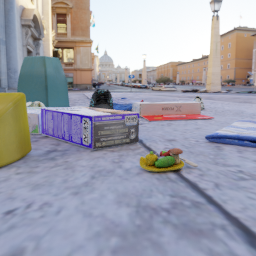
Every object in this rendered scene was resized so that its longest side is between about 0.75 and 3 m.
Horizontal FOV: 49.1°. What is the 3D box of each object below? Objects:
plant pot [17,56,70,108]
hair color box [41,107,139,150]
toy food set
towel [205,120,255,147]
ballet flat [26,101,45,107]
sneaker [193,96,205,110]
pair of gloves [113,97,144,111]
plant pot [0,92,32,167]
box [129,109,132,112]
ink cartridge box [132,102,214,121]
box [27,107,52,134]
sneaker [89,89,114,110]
[{"bbox_3d":[-4.179,-2.116,13.737,1.883,2.666,1.884,3,10,21],"label":"plant pot"},{"bbox_3d":[-1.009,-0.095,6.857,1.319,0.782,2.414,-6,12,-42],"label":"hair color box"},{"bbox_3d":[0.624,0.454,4.502,0.896,0.293,0.527,-4,15,-20],"label":"toy food set"},{"bbox_3d":[3.313,0.101,7.065,1.950,0.316,2.655,5,10,36],"label":"towel"},{"bbox_3d":[-3.313,-0.559,9.907,0.800,0.800,2.190,3,9,16],"label":"ballet flat"},{"bbox_3d":[3.885,-1.385,15.347,0.631,0.754,1.703,1,7,14],"label":"sneaker"},{"bbox_3d":[-0.500,-1.131,13.646,2.176,0.308,2.707,1,20,25],"label":"pair of gloves"},{"bbox_3d":[-2.418,0.093,4.740,1.182,1.182,1.042,-1,20,-3],"label":"plant pot"},{"bbox_3d":[0.371,-0.964,14.003,1.022,0.298,1.493,5,10,31],"label":"box"},{"bbox_3d":[1.794,-0.758,11.676,2.754,0.616,2.426,-2,8,-13],"label":"ink cartridge box"},{"bbox_3d":[-2.867,-0.252,8.097,1.261,0.610,1.112,2,14,11],"label":"box"},{"bbox_3d":[-1.070,-0.822,10.347,1.111,1.168,2.948,0,10,-9],"label":"sneaker"}]
